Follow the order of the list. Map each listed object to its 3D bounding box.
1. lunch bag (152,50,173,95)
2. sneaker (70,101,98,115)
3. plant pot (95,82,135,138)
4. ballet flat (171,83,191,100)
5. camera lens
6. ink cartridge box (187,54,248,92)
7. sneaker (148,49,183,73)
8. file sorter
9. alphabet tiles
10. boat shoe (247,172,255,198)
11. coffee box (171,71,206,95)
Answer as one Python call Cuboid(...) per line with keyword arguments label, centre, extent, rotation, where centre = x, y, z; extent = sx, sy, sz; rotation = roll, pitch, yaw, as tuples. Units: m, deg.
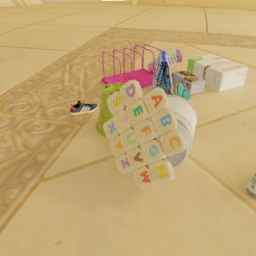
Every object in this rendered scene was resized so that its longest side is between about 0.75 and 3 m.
Cuboid(label="lunch bag", centre=(1.664, -2.552, 13.087), extent=(0.985, 2.095, 1.577), rotation=(2, 32, 3))
Cuboid(label="sneaker", centre=(-1.879, -0.946, 11.997), extent=(1.268, 0.536, 0.475), rotation=(-17, 36, -26))
Cuboid(label="plant pot", centre=(-0.373, -0.750, 10.622), extent=(1.808, 1.662, 1.808), rotation=(1, 32, 0))
Cuboid(label="ballet flat", centre=(2.278, -1.625, 12.505), extent=(0.593, 0.576, 1.667), rotation=(19, 1, 32))
Cuboid(label="camera lens", centre=(1.291, 0.047, 9.232), extent=(1.760, 1.760, 2.200), rotation=(9, 33, 15))
Cuboid(label="ink cartridge box", centre=(4.605, -2.948, 14.699), extent=(1.828, 1.056, 2.513), rotation=(-17, 36, -25))
Cuboid(label="sneaker", centre=(1.989, -3.706, 16.041), extent=(2.539, 1.021, 1.122), rotation=(-32, 17, -34))
Cuboid(label="file sorter", centre=(0.264, -3.196, 14.468), extent=(2.768, 1.736, 1.923), rotation=(-19, 36, -28))
Cuboid(label="alphabet tiles", centre=(0.268, 0.215, 7.796), extent=(0.209, 2.867, 2.804), rotation=(-14, -10, -41))
Cuboid(label="boat shoe", centre=(4.483, 1.321, 8.142), extent=(2.371, 0.760, 0.874), rotation=(-14, 34, -21))
Cuboid(label="coffee box", centre=(2.966, -2.290, 14.002), extent=(0.907, 0.640, 1.604), rotation=(-12, 34, -27))
